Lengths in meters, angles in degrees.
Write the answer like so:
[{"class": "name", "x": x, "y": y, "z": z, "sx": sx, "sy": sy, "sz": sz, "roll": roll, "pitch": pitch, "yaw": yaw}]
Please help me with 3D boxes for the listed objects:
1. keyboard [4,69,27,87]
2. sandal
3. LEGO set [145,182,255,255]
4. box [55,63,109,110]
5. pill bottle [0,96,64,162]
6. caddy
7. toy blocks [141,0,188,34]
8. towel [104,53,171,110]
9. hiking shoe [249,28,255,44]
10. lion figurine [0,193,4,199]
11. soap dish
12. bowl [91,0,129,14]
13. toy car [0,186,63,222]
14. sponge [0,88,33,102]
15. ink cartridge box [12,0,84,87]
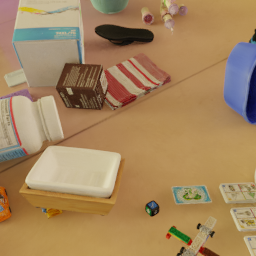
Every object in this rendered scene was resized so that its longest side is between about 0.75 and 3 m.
[{"class": "keyboard", "x": -3.181, "y": -2.064, "z": 10.003, "sx": 2.336, "sy": 0.125, "sz": 0.657, "roll": -25, "pitch": 61, "yaw": -18}, {"class": "sandal", "x": -0.141, "y": -3.518, "z": 10.915, "sx": 2.341, "sy": 0.560, "sz": 0.880, "roll": 2, "pitch": 50, "yaw": -15}, {"class": "LEGO set", "x": 1.881, "y": 2.245, "z": 6.402, "sx": 2.875, "sy": 0.706, "sz": 2.148, "roll": -2, "pitch": 34, "yaw": -4}, {"class": "box", "x": -1.372, "y": -1.274, "z": 8.657, "sx": 1.239, "sy": 1.028, "sz": 1.017, "roll": 4, "pitch": 59, "yaw": 13}, {"class": "pill bottle", "x": -3.312, "y": 0.063, "z": 7.384, "sx": 2.959, "sy": 1.609, "sz": 1.609, "roll": -14, "pitch": 54, "yaw": -11}, {"class": "caddy", "x": 3.880, "y": -1.348, "z": 7.973, "sx": 1.871, "sy": 2.647, "sz": 1.389, "roll": -21, "pitch": 38, "yaw": -16}, {"class": "toy blocks", "x": 1.790, "y": -5.101, "z": 11.055, "sx": 2.329, "sy": 2.177, "sz": 1.961, "roll": -4, "pitch": 46, "yaw": -6}, {"class": "towel", "x": 0.034, "y": -1.687, "z": 9.593, "sx": 2.426, "sy": 0.276, "sz": 1.748, "roll": -30, "pitch": 57, "yaw": -21}, {"class": "hiking shoe", "x": 4.970, "y": -2.609, "z": 9.911, "sx": 0.756, "sy": 0.881, "sz": 2.031, "roll": -23, "pitch": 56, "yaw": -17}, {"class": "lion figurine", "x": -4.196, "y": 1.365, "z": 6.824, "sx": 2.529, "sy": 0.916, "sz": 1.549, "roll": 2, "pitch": 20, "yaw": -11}, {"class": "soap dish", "x": -1.207, "y": 1.229, "z": 6.687, "sx": 2.095, "sy": 0.851, "sz": 1.648, "roll": 6, "pitch": 30, "yaw": 4}, {"class": "bowl", "x": -0.799, "y": -5.823, "z": 12.244, "sx": 2.177, "sy": 1.138, "sz": 2.177, "roll": 0, "pitch": 52, "yaw": 0}, {"class": "toy car", "x": -2.601, "y": 1.700, "z": 6.728, "sx": 1.933, "sy": 0.643, "sz": 0.948, "roll": -7, "pitch": 53, "yaw": -4}, {"class": "sponge", "x": -3.864, "y": -0.530, "z": 8.688, "sx": 1.879, "sy": 0.280, "sz": 1.048, "roll": -24, "pitch": 55, "yaw": -18}, {"class": "ink cartridge box", "x": -2.504, "y": -3.043, "z": 9.427, "sx": 1.945, "sy": 1.954, "sz": 2.664, "roll": -4, "pitch": 57, "yaw": -5}]
